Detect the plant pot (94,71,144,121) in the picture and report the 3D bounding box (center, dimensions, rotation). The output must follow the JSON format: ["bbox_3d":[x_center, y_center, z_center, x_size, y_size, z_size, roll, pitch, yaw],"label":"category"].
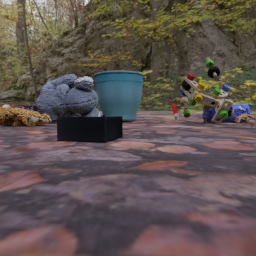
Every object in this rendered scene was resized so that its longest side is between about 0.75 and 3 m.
[{"bbox_3d":[-0.428,-1.529,14.255,2.501,2.350,2.501,-1,2,0],"label":"plant pot"}]

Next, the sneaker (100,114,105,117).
[{"bbox_3d":[-1.307,-0.483,13.521,0.536,0.456,1.225,-2,14,-2],"label":"sneaker"}]

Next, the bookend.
[{"bbox_3d":[-0.834,-0.005,6.409,1.147,0.528,1.140,0,3,17],"label":"bookend"}]

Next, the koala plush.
[{"bbox_3d":[-2.405,-1.173,12.402,2.597,2.303,2.386,3,17,31],"label":"koala plush"}]

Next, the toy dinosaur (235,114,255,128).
[{"bbox_3d":[4.235,-0.389,10.032,0.724,0.412,1.364,35,26,24],"label":"toy dinosaur"}]

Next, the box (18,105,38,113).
[{"bbox_3d":[-4.454,-0.609,12.470,0.746,0.819,0.427,1,4,8],"label":"box"}]

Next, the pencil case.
[{"bbox_3d":[4.588,-0.686,13.086,2.181,0.851,0.947,0,-21,21],"label":"pencil case"}]

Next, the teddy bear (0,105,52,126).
[{"bbox_3d":[-4.290,-0.500,11.115,2.492,0.832,1.807,4,3,38],"label":"teddy bear"}]

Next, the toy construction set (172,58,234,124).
[{"bbox_3d":[3.290,-1.057,12.415,2.372,2.185,2.844,37,-58,-28],"label":"toy construction set"}]
